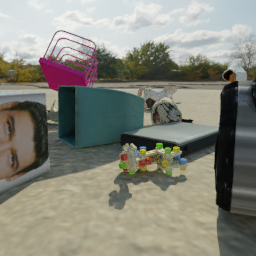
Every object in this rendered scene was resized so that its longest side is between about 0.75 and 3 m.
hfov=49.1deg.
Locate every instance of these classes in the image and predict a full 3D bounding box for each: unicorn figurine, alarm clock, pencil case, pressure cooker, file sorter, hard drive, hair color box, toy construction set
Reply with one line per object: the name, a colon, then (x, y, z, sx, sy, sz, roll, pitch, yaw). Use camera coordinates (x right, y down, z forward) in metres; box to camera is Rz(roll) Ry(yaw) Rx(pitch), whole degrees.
unicorn figurine: (1.215, -1.218, 11.360, 1.797, 1.234, 0.664, 16, 0, -17)
alarm clock: (1.880, -1.368, 15.378, 2.238, 0.745, 1.509, 5, 10, 36)
pencil case: (1.330, -0.490, 9.751, 0.949, 1.091, 2.440, -30, 5, 11)
pressure cooker: (2.054, 0.256, 3.313, 1.923, 1.691, 1.718, 5, -2, 20)
file sorter: (-1.859, -2.054, 9.451, 1.476, 1.332, 2.123, 20, -16, -1)
hard drive: (1.224, 0.227, 7.192, 1.669, 0.393, 2.392, 9, 13, 41)
hair color box: (-2.362, 0.274, 3.813, 0.886, 1.447, 2.923, 4, 11, 23)
toy construction set: (0.337, 0.564, 4.924, 1.288, 0.593, 0.844, 7, 5, -35)

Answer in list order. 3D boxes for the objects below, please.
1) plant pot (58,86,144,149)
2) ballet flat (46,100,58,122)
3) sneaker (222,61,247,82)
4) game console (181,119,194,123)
plant pot: (-0.667, -0.382, 7.629, 2.097, 1.482, 1.482, -3, 9, -29)
ballet flat: (-2.940, -0.620, 10.548, 2.879, 0.917, 0.970, 2, 10, 13)
sneaker: (2.884, -1.585, 7.826, 0.537, 0.461, 1.267, 3, 26, 4)
game console: (1.929, -0.359, 11.235, 1.416, 0.171, 0.835, 7, 12, 31)
